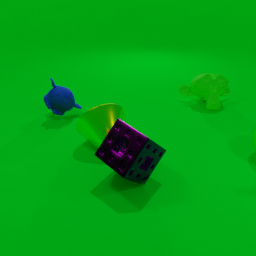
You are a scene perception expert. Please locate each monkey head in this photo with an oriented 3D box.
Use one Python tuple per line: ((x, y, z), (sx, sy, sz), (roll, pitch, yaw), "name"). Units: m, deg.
((-2.116, -0.942, 8.672), (0.846, 1.405, 1.011), (-40, 38, 4), "monkey head")
((2.760, -1.213, 9.614), (1.890, 1.360, 1.139), (0, -8, -4), "monkey head")

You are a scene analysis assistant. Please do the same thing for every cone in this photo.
((-0.455, 0.350, 6.959), (1.357, 1.357, 1.362), (-12, 58, -21), "cone")

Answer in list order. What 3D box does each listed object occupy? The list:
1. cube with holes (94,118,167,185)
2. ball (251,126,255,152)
((0.063, 0.518, 5.927), (0.907, 0.907, 0.907), (33, -1, 36), "cube with holes")
((3.524, 0.267, 6.632), (1.104, 1.104, 1.104), (0, 29, 0), "ball")
